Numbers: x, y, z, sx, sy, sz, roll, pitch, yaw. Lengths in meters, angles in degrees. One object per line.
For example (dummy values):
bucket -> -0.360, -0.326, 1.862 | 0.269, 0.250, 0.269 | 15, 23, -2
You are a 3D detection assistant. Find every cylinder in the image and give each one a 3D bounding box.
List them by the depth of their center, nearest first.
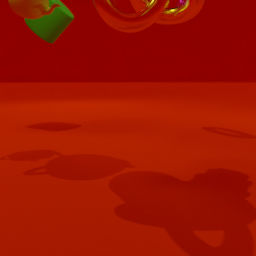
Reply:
cylinder -> -2.320, -3.249, 8.294 | 1.033, 1.033, 1.033 | -43, -2, 17

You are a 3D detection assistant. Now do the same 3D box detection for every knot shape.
knot shape -> 0.198, -1.690, 3.339 | 1.273, 1.361, 0.629 | -25, 45, 0

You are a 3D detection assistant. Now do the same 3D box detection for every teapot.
teapot -> -1.865, -2.500, 5.398 | 1.215, 0.756, 0.595 | 27, -35, -5

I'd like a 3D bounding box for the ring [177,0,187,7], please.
ring -> 1.820, -3.844, 7.698 | 0.282, 1.408, 1.408 | 23, 4, -16
